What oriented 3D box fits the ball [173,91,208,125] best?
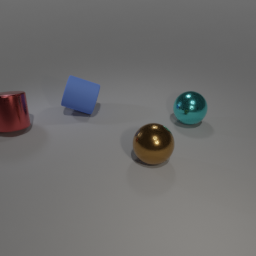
[{"bbox_3d":[2.584,-0.832,11.636,1.400,1.400,1.400,0,30,0],"label":"ball"}]

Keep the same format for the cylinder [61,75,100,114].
[{"bbox_3d":[-2.097,-1.458,12.425,1.400,1.400,1.400,17,28,-12],"label":"cylinder"}]

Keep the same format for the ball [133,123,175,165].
[{"bbox_3d":[0.853,0.527,9.389,1.400,1.400,1.400,0,30,0],"label":"ball"}]

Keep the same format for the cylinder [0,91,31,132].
[{"bbox_3d":[-4.727,-0.686,11.200,1.400,1.400,1.400,-3,16,1],"label":"cylinder"}]
